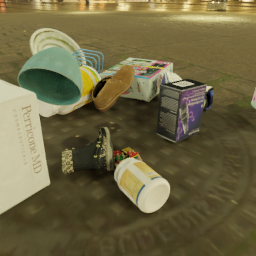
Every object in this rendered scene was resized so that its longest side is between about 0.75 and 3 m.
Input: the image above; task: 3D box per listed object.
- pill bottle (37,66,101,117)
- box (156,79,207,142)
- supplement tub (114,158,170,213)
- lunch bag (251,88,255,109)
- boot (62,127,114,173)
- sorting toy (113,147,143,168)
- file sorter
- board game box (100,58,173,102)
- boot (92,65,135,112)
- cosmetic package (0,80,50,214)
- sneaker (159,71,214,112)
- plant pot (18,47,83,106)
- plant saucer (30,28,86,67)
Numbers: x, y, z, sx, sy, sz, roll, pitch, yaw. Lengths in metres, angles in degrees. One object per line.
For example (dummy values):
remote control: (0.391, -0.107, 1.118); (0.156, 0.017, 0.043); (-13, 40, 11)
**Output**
pill bottle: (-2.049, -1.233, 9.543); (1.294, 1.294, 2.329); (16, 32, 28)
box: (1.478, -0.510, 7.833); (1.111, 1.502, 0.783); (-19, 31, -36)
supplement tub: (0.255, 1.110, 5.614); (0.741, 0.741, 1.025); (-17, 33, -30)
lunch bag: (5.542, -0.866, 9.309); (2.277, 0.878, 1.826); (-4, 28, -8)
boot: (-1.003, 0.516, 6.964); (1.219, 0.583, 1.614); (-6, 31, -7)
sorting toy: (0.009, 0.773, 6.845); (0.678, 0.238, 1.407); (-6, 27, -12)
file sorter: (-1.963, -2.492, 11.889); (1.361, 1.204, 1.962); (12, 31, 9)
board game box: (0.442, -2.111, 11.677); (2.110, 0.919, 2.860); (11, 30, 22)
boot: (-0.477, -1.578, 9.765); (0.784, 0.803, 2.129); (20, 62, 32)
cosmetic package: (-3.359, 0.434, 5.351); (2.226, 2.239, 2.676); (21, 34, 34)
sneaker: (2.075, -1.130, 9.827); (1.553, 1.087, 2.690); (7, 23, -11)
plant pot: (-1.627, -1.255, 6.265); (1.373, 1.373, 0.925); (4, 63, 8)
plant saucer: (-3.353, -3.383, 13.230); (0.696, 2.774, 2.774); (-35, 0, 42)
